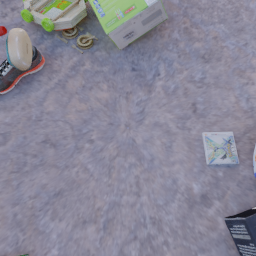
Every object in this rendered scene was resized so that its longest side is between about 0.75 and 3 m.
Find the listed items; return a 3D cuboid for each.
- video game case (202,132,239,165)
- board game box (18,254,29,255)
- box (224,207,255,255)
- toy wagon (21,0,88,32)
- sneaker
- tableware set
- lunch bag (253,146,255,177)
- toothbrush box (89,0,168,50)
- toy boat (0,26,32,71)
[{"bbox_3d":[2.893,0.626,8.787,0.981,0.118,1.077,-1,65,-1],"label":"video game case"},{"bbox_3d":[-3.699,4.029,7.119,2.280,0.268,1.195,-9,63,-4],"label":"board game box"},{"bbox_3d":[4.096,2.948,6.901,2.298,1.372,2.337,-19,73,-9],"label":"box"},{"bbox_3d":[-3.084,-4.830,10.972,2.989,0.591,2.319,27,60,18],"label":"toy wagon"},{"bbox_3d":[-4.050,-2.082,9.583,2.399,0.982,0.924,-41,71,-17],"label":"sneaker"},{"bbox_3d":[-1.932,-3.523,10.645,1.437,0.288,0.950,36,70,16],"label":"tableware set"},{"bbox_3d":[4.349,0.247,7.854,1.437,1.973,2.321,29,67,33],"label":"lunch bag"},{"bbox_3d":[-0.215,-4.749,10.235,2.143,1.267,2.944,-31,70,12],"label":"toothbrush box"},{"bbox_3d":[-3.375,-2.398,7.979,0.705,1.516,1.274,-8,74,16],"label":"toy boat"}]
